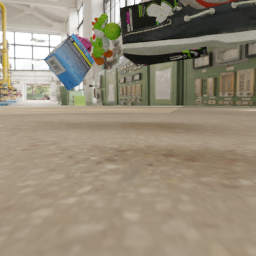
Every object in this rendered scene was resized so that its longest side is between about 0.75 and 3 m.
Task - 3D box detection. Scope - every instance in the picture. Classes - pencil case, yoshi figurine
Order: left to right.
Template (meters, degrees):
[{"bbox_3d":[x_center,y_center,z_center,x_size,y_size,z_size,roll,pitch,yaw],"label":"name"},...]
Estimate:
[{"bbox_3d":[-2.068,-3.593,11.940,0.711,0.734,1.567,30,5,-40],"label":"pencil case"},{"bbox_3d":[-0.810,-3.369,10.875,1.179,1.184,2.106,-7,-27,-12],"label":"yoshi figurine"}]

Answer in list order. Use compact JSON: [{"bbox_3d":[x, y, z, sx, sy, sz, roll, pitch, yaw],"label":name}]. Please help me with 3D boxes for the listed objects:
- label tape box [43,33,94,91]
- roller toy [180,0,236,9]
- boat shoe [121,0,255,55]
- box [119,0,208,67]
[{"bbox_3d":[-1.852,-2.197,9.127,0.566,1.226,1.711,-23,30,27],"label":"label tape box"},{"bbox_3d":[1.706,-3.199,5.193,2.124,1.484,1.937,12,-38,-19],"label":"roller toy"},{"bbox_3d":[1.152,-1.853,5.164,2.639,0.796,0.998,-6,8,-1],"label":"boat shoe"},{"bbox_3d":[1.414,-3.564,10.543,2.931,1.822,2.177,-4,-1,17],"label":"box"}]
